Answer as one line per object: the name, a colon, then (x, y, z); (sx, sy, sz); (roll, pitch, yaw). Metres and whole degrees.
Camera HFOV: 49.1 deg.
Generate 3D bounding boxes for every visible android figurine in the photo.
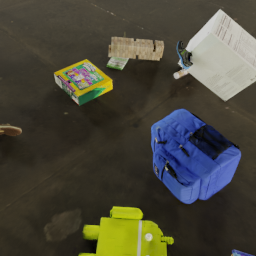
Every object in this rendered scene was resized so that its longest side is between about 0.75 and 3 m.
android figurine: (-0.037, 3.357, 7.768); (2.612, 0.536, 2.377); (3, 48, 5)

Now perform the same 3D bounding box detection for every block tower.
block tower: (0.397, -3.966, 13.995); (2.714, 0.785, 0.733); (2, 48, -4)

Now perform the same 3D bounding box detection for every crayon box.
crayon box: (-2.009, -2.100, 12.580); (1.777, 0.600, 2.059); (-30, 55, -26)

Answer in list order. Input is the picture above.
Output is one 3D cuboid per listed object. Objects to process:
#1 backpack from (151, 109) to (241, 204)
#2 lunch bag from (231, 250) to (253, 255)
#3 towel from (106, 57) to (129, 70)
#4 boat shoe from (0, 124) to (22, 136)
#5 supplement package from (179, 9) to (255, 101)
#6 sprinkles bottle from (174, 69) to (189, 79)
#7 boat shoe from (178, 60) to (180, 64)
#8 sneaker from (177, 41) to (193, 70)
backpack: (1.825, 0.781, 8.963); (2.248, 2.176, 2.678); (-28, 55, -20)
lunch bag: (3.390, 4.037, 6.797); (1.868, 0.879, 1.406); (10, 50, 16)
towel: (-0.493, -3.371, 14.004); (0.862, 0.177, 1.156); (14, 50, 13)
boat shoe: (-4.667, -0.003, 10.829); (1.200, 0.443, 0.444); (3, 42, 3)
supplement package: (3.241, -2.439, 9.570); (2.167, 1.645, 1.633); (36, 53, -9)
sprinkles bottle: (2.562, -2.604, 13.242); (0.839, 0.286, 0.286); (-28, 54, -22)
boat shoe: (2.996, -3.132, 13.532); (1.117, 0.476, 0.413); (30, 17, 29)
sneaker: (1.859, -2.374, 9.047); (0.412, 0.352, 0.994); (-25, 70, 29)
